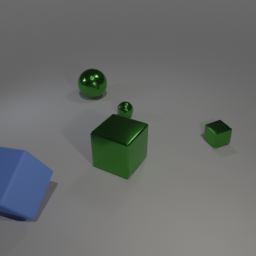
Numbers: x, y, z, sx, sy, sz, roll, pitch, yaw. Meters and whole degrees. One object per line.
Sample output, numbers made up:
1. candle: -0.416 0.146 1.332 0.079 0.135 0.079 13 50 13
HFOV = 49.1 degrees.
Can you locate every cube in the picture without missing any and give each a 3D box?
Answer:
1. cube: -3.111 1.417 7.351 1.400 1.400 1.400 5 62 22
2. cube: 3.335 0.228 10.434 0.700 0.700 0.700 -18 38 -15
3. cube: -0.258 0.574 9.325 1.400 1.400 1.400 17 37 24

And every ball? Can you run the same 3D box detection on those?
1. ball: -1.703 -2.147 13.463 1.400 1.400 1.400 0 33 0
2. ball: -0.114 -0.796 12.041 0.700 0.700 0.700 0 33 0
